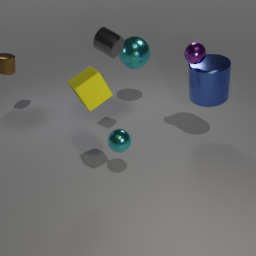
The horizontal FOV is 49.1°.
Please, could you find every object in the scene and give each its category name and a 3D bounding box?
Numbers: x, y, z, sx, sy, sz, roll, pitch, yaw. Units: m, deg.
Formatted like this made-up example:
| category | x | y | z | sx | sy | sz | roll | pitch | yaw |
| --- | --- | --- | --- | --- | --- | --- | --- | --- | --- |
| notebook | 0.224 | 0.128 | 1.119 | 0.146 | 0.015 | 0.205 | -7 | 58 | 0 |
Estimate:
| category | x | y | z | sx | sy | sz | roll | pitch | yaw |
| --- | --- | --- | --- | --- | --- | --- | --- | --- | --- |
| cube | -0.933 | -0.966 | 6.846 | 0.700 | 0.700 | 0.700 | -37 | 34 | -7 |
| ball | 2.191 | -2.432 | 9.140 | 0.700 | 0.700 | 0.700 | 0 | 31 | 0 |
| ball | -0.252 | 0.372 | 8.233 | 0.700 | 0.700 | 0.700 | 0 | 31 | 0 |
| cylinder | -4.998 | -2.633 | 11.503 | 0.700 | 0.700 | 0.700 | 9 | 30 | -5 |
| cylinder | -0.585 | -2.605 | 8.550 | 0.700 | 0.700 | 0.700 | 33 | 40 | 13 |
| ball | 0.281 | -3.311 | 12.362 | 1.400 | 1.400 | 1.400 | 0 | 31 | 0 |
| cylinder | 2.871 | -1.690 | 9.927 | 1.400 | 1.400 | 1.400 | -7 | 37 | 5 |
